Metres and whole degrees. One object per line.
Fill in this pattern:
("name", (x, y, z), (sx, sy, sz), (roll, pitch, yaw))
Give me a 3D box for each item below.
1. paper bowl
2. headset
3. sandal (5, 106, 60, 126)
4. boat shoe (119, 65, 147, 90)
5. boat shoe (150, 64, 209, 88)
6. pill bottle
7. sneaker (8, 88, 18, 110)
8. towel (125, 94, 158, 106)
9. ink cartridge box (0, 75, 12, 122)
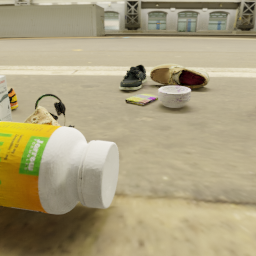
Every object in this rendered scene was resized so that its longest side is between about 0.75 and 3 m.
("paper bowl", (1.530, -1.020, 9.287), (1.068, 0.556, 1.068), (0, 21, 0))
("headset", (-1.830, -0.358, 7.086), (0.692, 1.120, 0.526), (-46, 22, -4))
("sandal", (-2.164, -0.126, 6.499), (2.364, 0.778, 0.867), (10, 12, 27))
("boat shoe", (0.276, -2.230, 11.984), (0.947, 0.840, 2.534), (9, 23, 21))
("boat shoe", (2.114, -2.175, 11.724), (2.527, 0.935, 0.839), (6, 17, 14))
("pill bottle", (-1.356, 0.580, 4.208), (2.296, 1.275, 1.275), (5, 22, 11))
("sneaker", (-4.241, -0.839, 8.590), (1.617, 0.727, 0.565), (-15, 26, -34))
("towel", (0.500, -1.017, 9.886), (0.815, 0.129, 1.135), (14, 24, 32))
("ink cartridge box", (-3.582, -0.659, 7.306), (0.551, 1.327, 0.973), (3, 22, 7))
